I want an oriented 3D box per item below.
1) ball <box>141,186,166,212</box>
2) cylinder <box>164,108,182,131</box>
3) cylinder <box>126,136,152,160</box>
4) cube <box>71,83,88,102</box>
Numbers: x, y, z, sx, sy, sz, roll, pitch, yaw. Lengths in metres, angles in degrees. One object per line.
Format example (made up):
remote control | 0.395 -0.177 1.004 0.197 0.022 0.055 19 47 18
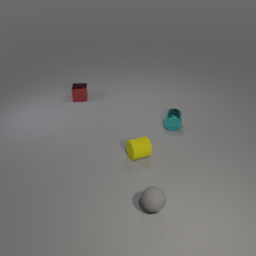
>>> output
ball | 0.709 1.967 7.761 0.700 0.700 0.700 0 32 0
cylinder | 1.874 -0.349 11.545 0.700 0.700 0.700 6 33 10
cylinder | 0.383 0.707 9.871 0.700 0.700 0.700 -12 34 -21
cube | -2.355 -1.746 13.751 0.700 0.700 0.700 -2 32 -3
